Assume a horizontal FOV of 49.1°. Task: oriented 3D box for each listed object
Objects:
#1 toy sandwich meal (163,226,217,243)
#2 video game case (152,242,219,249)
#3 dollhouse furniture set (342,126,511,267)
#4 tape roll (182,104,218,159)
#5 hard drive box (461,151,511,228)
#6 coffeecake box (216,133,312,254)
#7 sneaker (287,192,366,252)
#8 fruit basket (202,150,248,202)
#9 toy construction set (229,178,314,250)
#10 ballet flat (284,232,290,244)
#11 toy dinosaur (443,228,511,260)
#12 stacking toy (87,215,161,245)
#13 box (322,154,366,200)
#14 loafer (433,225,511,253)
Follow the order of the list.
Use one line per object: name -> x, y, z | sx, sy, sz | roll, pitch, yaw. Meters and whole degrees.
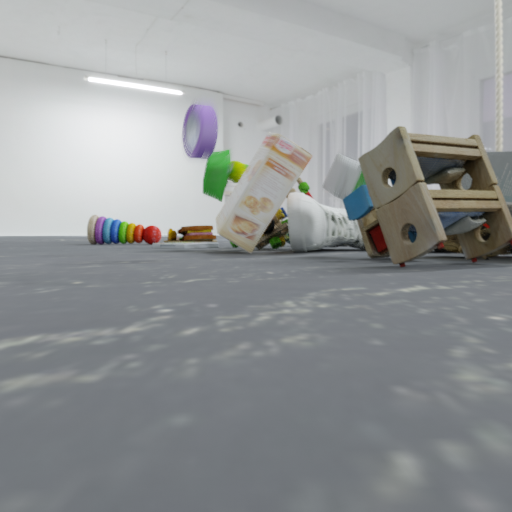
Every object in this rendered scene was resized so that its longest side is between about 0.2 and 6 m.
toy sandwich meal -> -1.852, -0.569, 15.816 | 1.681, 0.576, 1.681 | 0, 3, 0
video game case -> -1.756, -0.258, 14.000 | 1.130, 0.142, 1.241 | 2, 4, 38
dollhouse furniture set -> 1.991, -0.454, 7.736 | 1.569, 1.560, 2.226 | -3, -20, -32
tape roll -> -0.907, -1.983, 8.959 | 0.274, 0.836, 0.836 | -1, 3, -28
hard drive box -> 4.466, -0.795, 8.431 | 1.842, 0.908, 2.364 | 25, -3, -28
coffeecake box -> 0.085, -1.309, 11.061 | 0.789, 2.161, 1.658 | 31, 9, -11
sneaker -> 1.775, -0.703, 11.696 | 1.968, 1.255, 3.406 | -2, 2, 14
fruit basket -> -0.644, -1.848, 12.793 | 1.137, 1.137, 0.820 | -2, 47, -2
toy construction set -> 0.574, -0.796, 13.213 | 2.232, 1.715, 1.861 | -18, -38, -13
ballet flat -> 1.785, -0.641, 15.451 | 2.492, 0.925, 0.925 | -7, 7, -44
toy dinosaur -> 3.169, -0.285, 9.011 | 2.604, 0.758, 1.316 | 15, -11, -20
stacking toy -> -3.945, -0.726, 16.986 | 2.159, 0.922, 0.922 | 4, 3, 0
box -> 1.611, -1.324, 9.729 | 0.576, 0.669, 0.673 | 19, 15, -18
loafer -> 4.551, -0.690, 11.229 | 3.483, 1.242, 1.271 | 0, 3, 7
